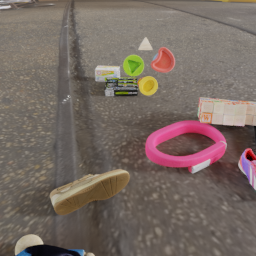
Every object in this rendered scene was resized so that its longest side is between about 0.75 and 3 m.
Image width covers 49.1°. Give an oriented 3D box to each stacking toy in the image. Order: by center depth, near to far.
[{"bbox_3d":[0.537,-1.735,7.816,1.211,1.338,0.565,39,7,-13],"label":"stacking toy"}]

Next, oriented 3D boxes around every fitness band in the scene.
[{"bbox_3d":[1.934,0.514,9.261,2.873,0.538,2.063,-20,37,-31],"label":"fitness band"}]

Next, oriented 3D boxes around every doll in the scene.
[{"bbox_3d":[-1.311,2.587,5.043,1.975,0.702,2.895,17,-6,-41],"label":"doll"}]

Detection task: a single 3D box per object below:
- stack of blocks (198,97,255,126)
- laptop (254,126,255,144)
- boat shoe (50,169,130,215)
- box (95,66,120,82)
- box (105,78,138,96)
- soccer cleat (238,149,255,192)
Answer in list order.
[{"bbox_3d":[3.978,-0.585,10.383,2.588,0.758,1.490,6,13,8],"label":"stack of blocks"},{"bbox_3d":[5.405,0.232,9.134,2.081,1.075,1.845,-33,15,34],"label":"laptop"},{"bbox_3d":[-0.988,1.521,7.433,2.139,0.762,0.690,-17,36,-23],"label":"boat shoe"},{"bbox_3d":[-1.048,-2.790,14.435,1.193,0.671,0.605,4,32,8],"label":"box"},{"bbox_3d":[-0.302,-2.001,13.470,1.573,0.374,1.519,-1,30,0],"label":"box"},{"bbox_3d":[3.690,1.286,7.930,0.584,0.626,1.711,-4,32,-6],"label":"soccer cleat"}]
